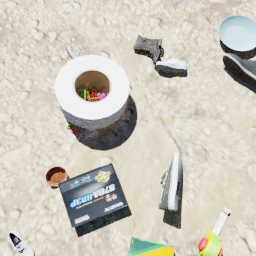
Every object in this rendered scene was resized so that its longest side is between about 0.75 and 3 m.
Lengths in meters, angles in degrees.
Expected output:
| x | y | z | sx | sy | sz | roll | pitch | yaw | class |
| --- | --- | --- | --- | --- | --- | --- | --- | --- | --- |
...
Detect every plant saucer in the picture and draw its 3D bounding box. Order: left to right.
| x | y | z | sx | sy | sz | roll | pitch | yaw | class |
| --- | --- | --- | --- | --- | --- | --- | --- | --- | --- |
| -2.669 | 1.785 | 10.444 | 0.799 | 0.129 | 0.799 | -5 | 105 | -18 | plant saucer |
| 4.910 | -4.138 | 12.438 | 1.879 | 0.362 | 1.879 | 0 | 72 | -1 | plant saucer |

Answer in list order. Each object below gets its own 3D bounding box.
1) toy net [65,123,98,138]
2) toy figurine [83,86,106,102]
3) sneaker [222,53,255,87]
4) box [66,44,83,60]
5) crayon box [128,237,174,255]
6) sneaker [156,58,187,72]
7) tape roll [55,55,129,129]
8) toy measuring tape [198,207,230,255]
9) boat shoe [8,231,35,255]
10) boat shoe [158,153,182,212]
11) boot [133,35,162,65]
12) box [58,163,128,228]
| x | y | z | sx | sy | sz | roll | pitch | yaw | class |
| --- | --- | --- | --- | --- | --- | --- | --- | --- | --- |
| -1.816 | 0.019 | 11.131 | 1.356 | 0.262 | 0.711 | 33 | 74 | 10 | toy net |
| -1.364 | -1.308 | 11.481 | 0.889 | 0.725 | 0.966 | 3 | 47 | -13 | toy figurine |
| 4.954 | -2.652 | 11.835 | 1.937 | 0.724 | 1.029 | 40 | 71 | 2 | sneaker |
| -2.299 | -3.222 | 12.247 | 0.480 | 0.151 | 0.873 | -32 | 75 | -10 | box |
| 0.580 | 5.040 | 9.240 | 1.476 | 0.724 | 2.486 | 11 | 72 | 4 | crayon box |
| 1.849 | -2.709 | 11.934 | 1.333 | 0.487 | 0.472 | 7 | 73 | -8 | sneaker |
| -1.396 | -1.421 | 11.057 | 2.871 | 1.004 | 2.871 | 2 | 68 | -5 | tape roll |
| 3.035 | 3.760 | 9.648 | 0.823 | 0.823 | 2.238 | 31 | 75 | 10 | toy measuring tape |
| -3.749 | 4.113 | 9.717 | 1.253 | 0.409 | 0.461 | 41 | 77 | 12 | boat shoe |
| 1.516 | 1.885 | 10.173 | 0.715 | 0.794 | 2.245 | -2 | 53 | 24 | boat shoe |
| 0.823 | -3.389 | 12.201 | 1.199 | 0.477 | 1.378 | 7 | 74 | 11 | boot |
| -1.274 | 2.422 | 10.201 | 2.119 | 0.487 | 1.684 | -20 | 75 | -6 | box |
